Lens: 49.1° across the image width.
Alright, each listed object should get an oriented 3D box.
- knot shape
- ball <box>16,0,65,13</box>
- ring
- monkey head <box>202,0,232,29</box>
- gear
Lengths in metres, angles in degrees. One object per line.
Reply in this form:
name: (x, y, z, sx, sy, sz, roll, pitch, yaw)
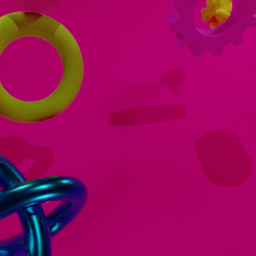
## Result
knot shape: (-1.503, 1.077, 3.307, 0.942, 1.908, 2.039, 3, 39, 44)
ball: (-1.282, -2.124, 4.008, 0.884, 0.884, 0.884, 0, 60, 0)
ring: (-1.553, -0.934, 4.553, 1.771, 1.771, 0.354, -36, 36, -19)
monkey head: (2.158, -2.696, 6.467, 0.673, 1.117, 0.804, -20, 60, -33)
gear: (1.648, -2.255, 5.314, 1.817, 1.817, 0.336, -9, 43, -5)
